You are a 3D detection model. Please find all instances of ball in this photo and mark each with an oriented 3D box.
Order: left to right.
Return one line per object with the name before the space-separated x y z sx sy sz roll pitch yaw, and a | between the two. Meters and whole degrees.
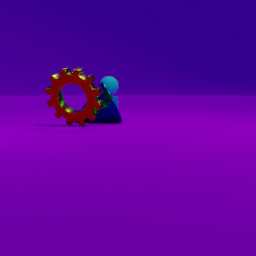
ball | -0.760 -1.692 11.243 0.749 0.749 0.749 0 7 0

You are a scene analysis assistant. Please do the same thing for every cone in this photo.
cone | -1.259 -0.557 9.819 1.584 1.578 1.578 -28 11 -5

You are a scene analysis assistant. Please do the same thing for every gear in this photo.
gear | -1.664 -0.958 8.695 1.798 1.798 0.333 2 23 14

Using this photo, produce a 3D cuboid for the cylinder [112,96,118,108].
cylinder | -0.847 -0.868 11.622 0.859 0.859 0.859 0 3 0
